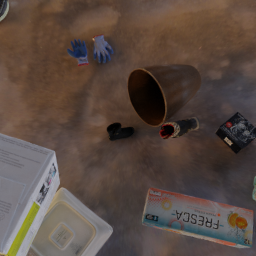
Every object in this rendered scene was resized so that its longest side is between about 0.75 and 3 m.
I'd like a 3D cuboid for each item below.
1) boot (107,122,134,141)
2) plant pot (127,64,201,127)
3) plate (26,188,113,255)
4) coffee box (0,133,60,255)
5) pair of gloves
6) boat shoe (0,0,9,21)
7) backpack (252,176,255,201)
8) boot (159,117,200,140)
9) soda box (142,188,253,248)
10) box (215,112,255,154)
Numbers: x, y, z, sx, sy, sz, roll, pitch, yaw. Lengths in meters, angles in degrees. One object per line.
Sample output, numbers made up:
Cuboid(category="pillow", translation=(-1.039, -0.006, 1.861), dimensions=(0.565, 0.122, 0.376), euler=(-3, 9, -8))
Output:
Cuboid(category="boot", translation=(-0.201, 0.064, 8.168), dimensions=(0.841, 0.706, 0.321), euler=(-18, 67, -8))
Cuboid(category="plant pot", translation=(1.235, -1.183, 8.355), dimensions=(1.863, 1.741, 1.741), euler=(-25, 67, -27))
Cuboid(category="plate", translation=(-1.655, 2.767, 7.160), dimensions=(1.883, 0.304, 1.879), euler=(35, 70, 14))
Cuboid(category="coffee box", translation=(-2.747, 1.388, 5.768), dimensions=(1.959, 1.940, 1.962), euler=(19, 59, 1))
Cuboid(category="pair of gloves", translation=(-1.324, -2.683, 9.721), dimensions=(1.529, 0.174, 1.229), euler=(-14, 65, -8))
Cuboid(category="boat shoe", translation=(-4.953, -5.062, 10.436), dimensions=(0.925, 0.819, 2.526), euler=(-4, 66, -2))
Cuboid(category="backpack", translation=(3.810, 1.553, 7.328), dimensions=(1.171, 1.039, 0.881), euler=(-33, 47, -10))
Cuboid(category="boot", translation=(1.237, 0.064, 7.629), dimensions=(0.938, 1.246, 0.456), euler=(-13, 84, -35))
Cuboid(category="soda box", translation=(1.709, 2.279, 7.086), dimensions=(2.622, 0.834, 0.897), euler=(12, 66, 6))
Cuboid(category="box", translation=(3.224, 0.141, 8.259), dimensions=(0.823, 0.470, 0.904), euler=(-37, 71, -16))
